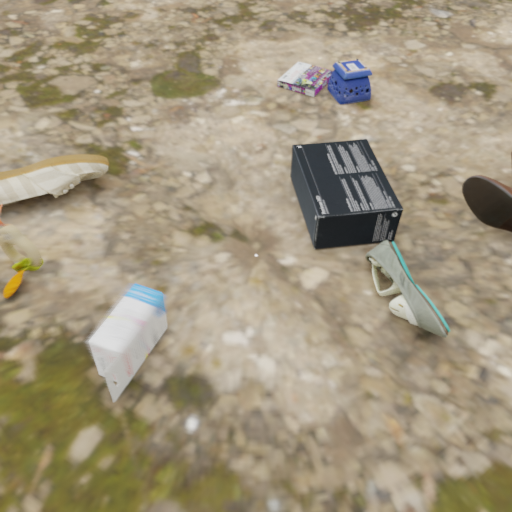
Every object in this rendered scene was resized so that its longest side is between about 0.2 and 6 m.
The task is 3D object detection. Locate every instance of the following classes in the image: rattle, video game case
[{"bbox_3d":[-3.865,-0.087,8.507,0.751,1.154,0.824,24,56,38],"label":"rattle"},{"bbox_3d":[1.177,-4.195,13.266,0.982,0.194,1.083,22,49,20],"label":"video game case"}]

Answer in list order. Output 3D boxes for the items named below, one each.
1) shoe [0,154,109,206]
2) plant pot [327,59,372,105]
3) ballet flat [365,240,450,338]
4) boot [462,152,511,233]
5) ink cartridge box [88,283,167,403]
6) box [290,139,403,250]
[{"bbox_3d":[-3.989,-1.273,10.086,2.716,0.725,0.950,-14,4,-17],"label":"shoe"},{"bbox_3d":[2.140,-3.977,12.683,0.806,0.725,0.806,-12,46,-13],"label":"plant pot"},{"bbox_3d":[2.185,0.565,8.371,0.613,0.648,1.924,-30,46,9],"label":"ballet flat"},{"bbox_3d":[4.410,-1.316,9.601,1.976,0.681,2.120,36,52,-14],"label":"boot"},{"bbox_3d":[-1.763,1.152,7.526,0.471,0.799,1.388,18,47,16],"label":"ink cartridge box"},{"bbox_3d":[1.491,-1.131,9.801,1.435,0.802,2.033,-4,46,-8],"label":"box"}]
